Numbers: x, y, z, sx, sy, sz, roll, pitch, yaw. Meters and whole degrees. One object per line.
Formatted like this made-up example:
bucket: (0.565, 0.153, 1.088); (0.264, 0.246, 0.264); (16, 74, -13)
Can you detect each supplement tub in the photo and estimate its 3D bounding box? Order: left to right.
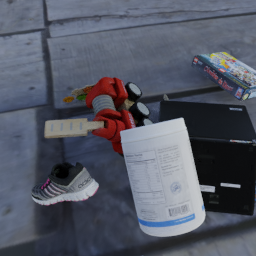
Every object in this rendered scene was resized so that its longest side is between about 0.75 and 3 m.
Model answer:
supplement tub: (0.771, 1.043, 6.292); (1.524, 1.524, 2.311); (-12, 89, -9)

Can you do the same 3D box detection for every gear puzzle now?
gear puzzle: (-1.418, -1.103, 9.206); (1.575, 0.816, 0.206); (-17, 74, 5)

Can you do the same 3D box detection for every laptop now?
laptop: (2.061, 0.673, 7.780); (2.568, 1.497, 2.898); (4, 90, 7)

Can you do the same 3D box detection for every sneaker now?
sneaker: (-1.643, 1.257, 6.677); (2.018, 0.883, 0.744); (-14, 16, 34)

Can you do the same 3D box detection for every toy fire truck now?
toy fire truck: (-0.818, -0.367, 7.742); (2.552, 1.642, 2.246); (18, 41, -39)

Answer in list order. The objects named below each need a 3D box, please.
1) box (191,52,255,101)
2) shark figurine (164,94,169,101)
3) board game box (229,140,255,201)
box: (3.455, -1.808, 9.367); (1.555, 0.429, 2.277); (-15, 46, -30)
shark figurine: (1.910, -0.411, 8.620); (1.133, 0.792, 1.897); (10, 22, -38)
board game box: (3.378, 1.046, 7.778); (1.601, 0.447, 1.567); (30, 59, 21)
